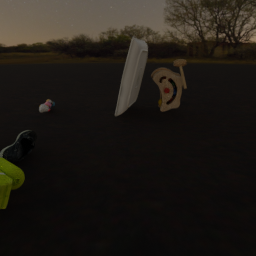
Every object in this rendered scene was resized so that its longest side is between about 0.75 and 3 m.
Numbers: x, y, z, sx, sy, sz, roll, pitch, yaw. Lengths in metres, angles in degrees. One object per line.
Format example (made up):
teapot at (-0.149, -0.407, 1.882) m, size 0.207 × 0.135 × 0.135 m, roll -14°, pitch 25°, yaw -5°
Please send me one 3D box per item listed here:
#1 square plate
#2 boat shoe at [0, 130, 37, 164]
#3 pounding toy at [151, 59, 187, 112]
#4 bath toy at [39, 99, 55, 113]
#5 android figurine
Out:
square plate at (0.217, -1.772, 9.615) m, size 0.355 × 2.499 × 2.475 m, roll 16°, pitch 17°, yaw 8°
boat shoe at (-2.133, 0.369, 5.791) m, size 0.397 × 0.447 × 1.197 m, roll -6°, pitch 17°, yaw 15°
pounding toy at (1.362, -1.431, 9.622) m, size 1.072 × 1.875 × 1.076 m, roll 2°, pitch 24°, yaw -4°
bath toy at (-2.883, -0.780, 10.007) m, size 0.368 × 0.433 × 0.995 m, roll 11°, pitch 13°, yaw -6°
android figurine at (-2.446, 0.615, 3.693) m, size 2.068 × 0.467 × 2.272 m, roll 14°, pitch -2°, yaw -44°
